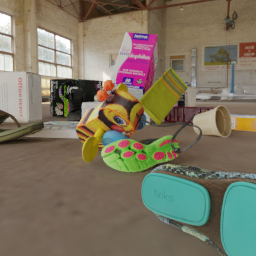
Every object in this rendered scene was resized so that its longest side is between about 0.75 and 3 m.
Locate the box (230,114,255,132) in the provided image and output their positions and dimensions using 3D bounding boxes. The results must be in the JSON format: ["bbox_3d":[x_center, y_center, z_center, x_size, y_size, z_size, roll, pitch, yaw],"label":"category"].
[{"bbox_3d":[3.913,-0.190,9.406,2.370,0.491,1.411,8,10,35],"label":"box"}]

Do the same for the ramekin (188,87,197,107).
[{"bbox_3d":[2.816,-1.637,17.043,2.765,1.451,2.765,-4,2,0],"label":"ramekin"}]

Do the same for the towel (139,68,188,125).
[{"bbox_3d":[1.413,-1.296,10.711,2.673,1.150,0.241,-49,4,-39],"label":"towel"}]

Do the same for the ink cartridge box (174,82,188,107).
[{"bbox_3d":[2.448,-1.285,13.319,0.327,1.762,0.834,-6,7,-44],"label":"ink cartridge box"}]

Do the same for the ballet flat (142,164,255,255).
[{"bbox_3d":[0.785,0.581,1.937,0.655,0.655,1.763,-3,9,-28],"label":"ballet flat"}]

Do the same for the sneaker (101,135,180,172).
[{"bbox_3d":[0.187,0.420,4.333,1.335,0.512,0.559,-2,-14,-32],"label":"sneaker"}]

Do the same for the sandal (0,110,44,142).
[{"bbox_3d":[-3.477,-0.085,6.784,2.841,0.811,1.128,1,6,8],"label":"sandal"}]

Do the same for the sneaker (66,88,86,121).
[{"bbox_3d":[-2.436,-1.172,13.294,0.876,1.522,2.918,0,7,-9],"label":"sneaker"}]

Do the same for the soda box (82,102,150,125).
[{"bbox_3d":[-0.470,-0.561,10.769,2.569,0.875,0.818,-1,6,-9],"label":"soda box"}]

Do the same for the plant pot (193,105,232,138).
[{"bbox_3d":[2.273,-0.134,7.705,0.871,0.871,0.797,-6,-3,-43],"label":"plant pot"}]

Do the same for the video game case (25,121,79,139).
[{"bbox_3d":[-1.601,0.021,8.290,2.419,0.266,2.205,1,6,10],"label":"video game case"}]

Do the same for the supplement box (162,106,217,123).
[{"bbox_3d":[2.655,-0.558,11.649,2.204,0.671,1.200,3,7,34],"label":"supplement box"}]

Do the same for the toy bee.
[{"bbox_3d":[-0.175,-0.252,4.708,2.386,1.297,1.562,-24,35,29],"label":"toy bee"}]

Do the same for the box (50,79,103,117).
[{"bbox_3d":[-2.895,-1.706,15.608,2.706,2.010,1.682,-2,10,-20],"label":"box"}]

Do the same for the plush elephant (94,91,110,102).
[{"bbox_3d":[-0.307,-1.068,13.424,2.040,1.680,1.580,-30,43,10],"label":"plush elephant"}]

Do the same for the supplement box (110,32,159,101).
[{"bbox_3d":[0.335,-2.531,12.146,1.472,2.909,1.503,9,-26,13],"label":"supplement box"}]

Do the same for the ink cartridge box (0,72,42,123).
[{"bbox_3d":[-5.315,-1.336,12.170,2.896,2.104,1.267,1,7,13],"label":"ink cartridge box"}]
